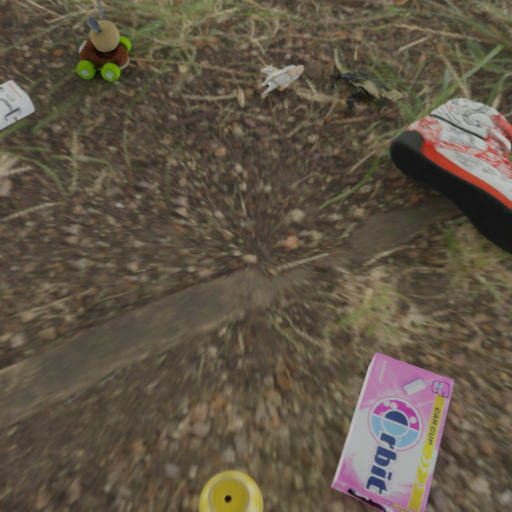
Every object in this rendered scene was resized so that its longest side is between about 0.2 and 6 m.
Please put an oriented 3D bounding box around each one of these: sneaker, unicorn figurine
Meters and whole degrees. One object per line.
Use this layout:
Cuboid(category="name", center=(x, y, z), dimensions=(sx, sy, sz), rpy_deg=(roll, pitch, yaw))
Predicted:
Cuboid(category="sneaker", center=(3.531, -1.275, 8.303), dimensions=(1.534, 0.955, 2.861), rpy_deg=(-38, 62, -14))
Cuboid(category="unicorn figurine", center=(0.361, -3.104, 9.744), dimensions=(1.162, 0.429, 0.798), rpy_deg=(12, 48, 36))

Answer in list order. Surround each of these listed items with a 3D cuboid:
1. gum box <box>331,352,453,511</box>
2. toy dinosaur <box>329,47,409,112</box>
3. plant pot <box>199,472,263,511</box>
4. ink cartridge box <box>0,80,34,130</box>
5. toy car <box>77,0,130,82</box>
Cuboid(category="gum box", center=(1.569, 2.090, 6.460), dimensions=(0.951, 0.554, 1.676), rpy_deg=(19, 60, 12))
Cuboid(category="toy dinosaur", center=(1.759, -3.011, 9.783), dimensions=(0.832, 0.448, 1.889), rpy_deg=(-32, 58, -22))
Cuboid(category="plant pot", center=(-0.282, 2.666, 6.040), dimensions=(0.707, 0.665, 0.707), rpy_deg=(-1, 58, 1))
Cuboid(category="ink cartridge box", center=(-4.302, -2.529, 9.487), dimensions=(0.832, 0.353, 0.606), rpy_deg=(-37, 65, -23))
Cuboid(category="toy car", center=(-2.759, -3.825, 9.840), dimensions=(0.887, 1.125, 0.924), rpy_deg=(7, 58, 4))
